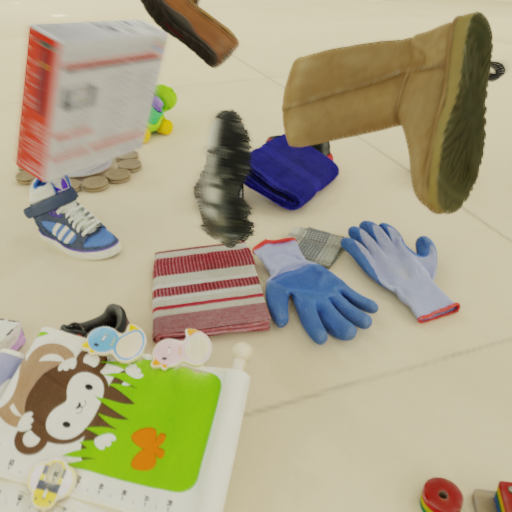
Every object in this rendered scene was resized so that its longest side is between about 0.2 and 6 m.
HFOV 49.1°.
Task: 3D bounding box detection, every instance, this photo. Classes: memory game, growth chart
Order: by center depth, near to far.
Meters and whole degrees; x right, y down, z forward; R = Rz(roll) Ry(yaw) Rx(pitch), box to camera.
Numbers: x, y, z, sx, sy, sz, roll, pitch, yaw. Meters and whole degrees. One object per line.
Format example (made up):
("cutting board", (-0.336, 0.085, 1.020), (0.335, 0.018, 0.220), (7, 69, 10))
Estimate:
("growth chart", (-2.043, 2.008, 6.361), (3.926, 0.348, 2.841), (2, 56, 2))
("memory game", (-4.364, -2.226, 13.936), (3.054, 0.195, 3.054), (0, 32, 0))

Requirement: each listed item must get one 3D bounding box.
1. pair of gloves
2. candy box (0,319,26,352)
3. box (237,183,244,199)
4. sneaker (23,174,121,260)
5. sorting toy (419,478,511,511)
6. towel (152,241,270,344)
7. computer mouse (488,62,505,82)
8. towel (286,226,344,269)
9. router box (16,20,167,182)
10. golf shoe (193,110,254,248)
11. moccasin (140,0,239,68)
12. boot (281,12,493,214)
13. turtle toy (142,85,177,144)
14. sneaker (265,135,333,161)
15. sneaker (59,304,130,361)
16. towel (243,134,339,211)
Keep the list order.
("pair of gloves", (1.726, 0.299, 9.638), (3.519, 0.401, 2.829), (-12, 39, -16))
("candy box", (-4.164, 1.324, 8.145), (1.171, 0.419, 0.982), (8, 33, 13))
("box", (-0.745, -1.353, 12.262), (0.839, 0.522, 0.846), (3, 32, 6))
("sneaker", (-3.484, -0.820, 10.554), (1.970, 1.442, 0.794), (17, 36, 25))
("sorting toy", (3.052, 2.914, 5.636), (2.606, 0.441, 1.256), (5, 33, 7))
("towel", (-0.843, 0.548, 9.523), (1.820, 0.287, 2.527), (-6, 31, -6))
("computer mouse", (3.228, -2.736, 9.423), (1.114, 1.609, 0.424), (20, 59, -14))
("towel", (1.095, -0.211, 10.762), (1.129, 0.202, 1.172), (15, 35, 22))
("router box", (-2.829, -2.778, 9.792), (0.653, 2.400, 2.675), (31, 33, 14))
("golf shoe", (-0.567, -1.079, 7.872), (0.898, 1.900, 0.739), (15, 21, 41))
("moccasin", (-1.511, -5.280, 12.125), (2.623, 0.959, 1.013), (39, 71, 3))
("boot", (1.647, -1.879, 8.057), (1.029, 2.725, 3.111), (23, -13, -41))
("turtle toy", (-3.210, -4.146, 16.008), (1.718, 1.191, 2.357), (23, 39, 31))
("sneaker", (1.087, -2.916, 14.323), (1.955, 0.955, 0.691), (20, 40, 31))
("sneaker", (-2.703, 1.406, 7.445), (0.966, 1.026, 2.506), (21, 38, 30))
("towel", (0.739, -1.917, 12.815), (1.785, 0.599, 2.417), (36, 39, 11))
